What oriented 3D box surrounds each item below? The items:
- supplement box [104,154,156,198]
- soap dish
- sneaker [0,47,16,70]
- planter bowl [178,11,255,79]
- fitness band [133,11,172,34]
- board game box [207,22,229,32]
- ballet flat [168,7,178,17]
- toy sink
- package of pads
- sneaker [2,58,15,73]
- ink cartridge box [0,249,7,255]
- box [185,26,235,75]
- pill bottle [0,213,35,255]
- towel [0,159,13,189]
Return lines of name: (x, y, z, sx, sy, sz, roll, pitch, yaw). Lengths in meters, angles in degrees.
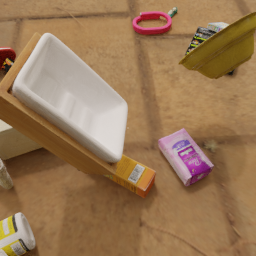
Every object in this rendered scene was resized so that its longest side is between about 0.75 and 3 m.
supplement box: (-0.293, 1.211, 8.465, 2.216, 0.737, 0.762, 27, 63, 18)
soap dish: (-1.320, -0.454, 6.156, 1.156, 2.845, 2.238, -31, 34, 31)
sneaker: (-5.924, -2.982, 11.161, 2.619, 1.026, 1.513, -20, 59, -15)
planter bowl: (2.547, -1.941, 7.402, 2.274, 2.274, 0.947, -31, 90, -19)
fitness band: (1.099, -4.814, 12.801, 1.786, 0.334, 1.282, -6, 56, -3)
board game box: (4.139, -4.327, 12.144, 0.894, 0.228, 1.330, 34, 38, 30)
ballet flat: (2.086, -5.512, 13.295, 0.273, 0.285, 0.810, 30, 61, 26)
toy sink: (-3.039, -0.451, 9.093, 2.822, 1.581, 1.840, -20, 58, -7)
package of pads: (1.762, 0.877, 8.753, 1.001, 0.629, 1.662, -25, 59, -13)
sneaker: (-4.403, -2.145, 10.986, 1.308, 0.458, 0.589, 43, 101, 10)
ink cartridge box: (-3.201, 3.630, 6.048, 1.677, 0.559, 0.971, -41, 84, -23)
box: (3.610, -3.270, 11.665, 2.064, 0.490, 1.993, 20, 60, 12)
pill bottle: (-3.395, 3.000, 7.070, 1.819, 1.012, 1.012, -24, 59, -16)
towel: (-4.262, 0.719, 8.146, 2.381, 1.578, 0.411, 39, 61, 14)
